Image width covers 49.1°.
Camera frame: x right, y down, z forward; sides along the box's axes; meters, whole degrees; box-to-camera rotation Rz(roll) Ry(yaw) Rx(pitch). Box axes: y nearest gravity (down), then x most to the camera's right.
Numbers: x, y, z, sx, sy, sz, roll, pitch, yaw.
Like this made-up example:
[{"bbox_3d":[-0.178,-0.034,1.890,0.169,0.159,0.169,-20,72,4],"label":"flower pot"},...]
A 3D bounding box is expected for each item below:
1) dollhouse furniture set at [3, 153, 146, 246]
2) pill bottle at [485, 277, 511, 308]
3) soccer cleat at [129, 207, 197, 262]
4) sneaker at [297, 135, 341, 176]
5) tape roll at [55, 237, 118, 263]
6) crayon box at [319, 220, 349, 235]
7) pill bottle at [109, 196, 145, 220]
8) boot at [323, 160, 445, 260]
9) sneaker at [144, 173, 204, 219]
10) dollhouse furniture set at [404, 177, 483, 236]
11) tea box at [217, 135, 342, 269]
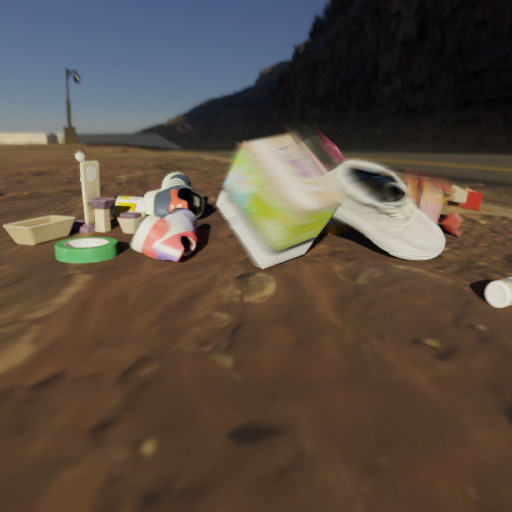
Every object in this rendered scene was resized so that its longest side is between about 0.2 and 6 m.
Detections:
[{"bbox_3d":[-3.849,-1.243,11.819,1.965,1.760,2.480,6,14,22],"label":"dollhouse furniture set"},{"bbox_3d":[3.440,0.480,7.598,0.632,0.368,0.368,-8,15,-36],"label":"pill bottle"},{"bbox_3d":[-1.476,-0.347,10.522,0.921,0.859,2.517,28,12,6],"label":"soccer cleat"},{"bbox_3d":[1.311,-1.647,10.550,0.853,0.794,1.976,-35,-25,22],"label":"sneaker"},{"bbox_3d":[-3.120,-0.119,10.335,1.106,0.266,1.106,0,13,0],"label":"tape roll"},{"bbox_3d":[1.695,-0.646,12.651,0.864,0.223,0.543,11,17,40],"label":"crayon box"},{"bbox_3d":[-3.078,-1.177,14.076,1.100,0.601,0.601,5,14,19],"label":"pill bottle"},{"bbox_3d":[2.242,-0.714,9.257,2.517,0.926,1.203,24,-13,-9],"label":"boot"},{"bbox_3d":[-1.853,-1.429,14.306,1.218,1.081,2.883,1,23,8],"label":"sneaker"},{"bbox_3d":[3.823,-0.860,11.342,2.101,1.131,0.854,5,15,-33],"label":"dollhouse furniture set"},{"bbox_3d":[0.326,-0.899,9.280,1.024,1.507,1.532,-19,62,-37],"label":"tea box"}]
